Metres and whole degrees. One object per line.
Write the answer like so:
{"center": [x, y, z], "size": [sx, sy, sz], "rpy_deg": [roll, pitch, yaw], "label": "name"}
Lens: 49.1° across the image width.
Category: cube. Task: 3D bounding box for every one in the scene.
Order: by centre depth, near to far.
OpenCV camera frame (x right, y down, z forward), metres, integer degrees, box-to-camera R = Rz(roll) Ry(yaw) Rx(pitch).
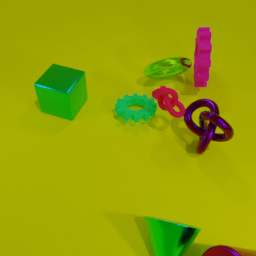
{"center": [-2.015, -1.115, 8.629], "size": [1.130, 1.130, 1.130], "rpy_deg": [16, 49, 12], "label": "cube"}

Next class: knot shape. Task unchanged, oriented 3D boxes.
{"center": [2.027, -0.128, 7.380], "size": [0.696, 1.506, 1.409], "rpy_deg": [-7, 62, -21], "label": "knot shape"}
{"center": [1.122, -0.688, 7.505], "size": [0.501, 1.084, 1.014], "rpy_deg": [-45, 85, 1], "label": "knot shape"}

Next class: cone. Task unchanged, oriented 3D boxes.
{"center": [0.810, 2.522, 5.683], "size": [1.194, 1.194, 1.198], "rpy_deg": [10, 75, 9], "label": "cone"}

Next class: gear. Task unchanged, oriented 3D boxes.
{"center": [0.245, -0.640, 8.587], "size": [1.272, 0.235, 1.272], "rpy_deg": [0, 38, 0], "label": "gear"}
{"center": [2.358, -2.231, 8.957], "size": [0.342, 1.849, 1.849], "rpy_deg": [2, 47, 8], "label": "gear"}

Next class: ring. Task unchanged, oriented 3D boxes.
{"center": [1.307, -1.982, 9.316], "size": [1.620, 1.620, 0.324], "rpy_deg": [-9, 87, -9], "label": "ring"}

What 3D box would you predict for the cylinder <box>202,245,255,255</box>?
{"center": [1.993, 2.699, 4.813], "size": [1.177, 1.177, 1.177], "rpy_deg": [20, 41, -27], "label": "cylinder"}
